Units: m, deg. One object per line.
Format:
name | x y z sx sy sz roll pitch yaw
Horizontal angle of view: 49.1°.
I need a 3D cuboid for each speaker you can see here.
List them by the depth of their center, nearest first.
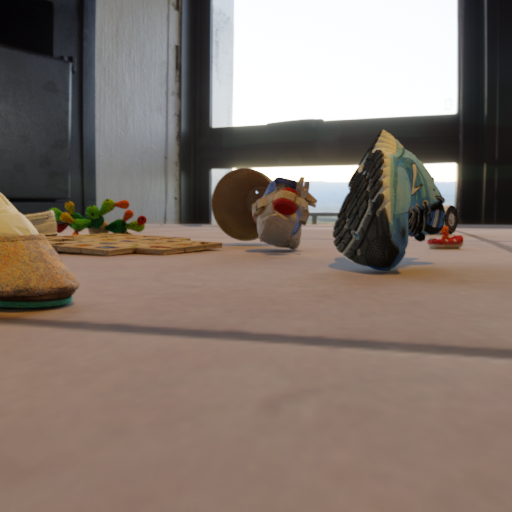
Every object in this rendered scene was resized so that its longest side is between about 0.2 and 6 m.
speaker | 6.199 -1.382 21.469 2.720 1.105 1.105 5 6 44

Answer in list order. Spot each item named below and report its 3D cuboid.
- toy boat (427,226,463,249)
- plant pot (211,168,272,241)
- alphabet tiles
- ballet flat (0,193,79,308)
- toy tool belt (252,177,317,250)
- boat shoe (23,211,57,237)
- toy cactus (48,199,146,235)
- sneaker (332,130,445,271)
toy boat | 3.969 -0.383 11.729 0.733 0.479 0.478 -1 4 -13
plant pot | -0.070 -1.271 13.635 1.714 1.714 1.151 2 8 22
alphabet tiles | -2.809 -0.258 11.478 3.870 0.146 3.235 5 7 30
ballet flat | -2.557 -0.120 4.851 2.763 0.929 0.940 3 6 35
toy tool belt | 0.562 -1.031 10.861 1.204 1.185 1.929 16 -25 2
boat shoe | -5.761 -0.793 12.260 2.847 1.214 1.052 -3 5 -39
toy cactus | -4.017 -0.720 14.317 2.387 1.220 1.969 -4 -14 -12
sneaker | 2.091 -0.774 7.912 1.479 1.289 3.288 29 34 0
